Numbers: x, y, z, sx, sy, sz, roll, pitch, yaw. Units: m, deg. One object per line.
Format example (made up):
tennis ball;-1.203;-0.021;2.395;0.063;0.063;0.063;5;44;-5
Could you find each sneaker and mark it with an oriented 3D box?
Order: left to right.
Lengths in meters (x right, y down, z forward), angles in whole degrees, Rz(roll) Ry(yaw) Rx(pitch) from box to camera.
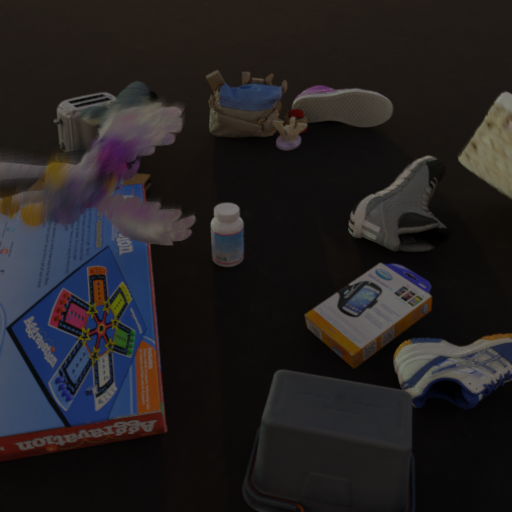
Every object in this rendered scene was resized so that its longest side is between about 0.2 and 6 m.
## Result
sneaker;2.413;-4.287;15.448;2.686;0.974;1.532;8;32;11
sneaker;3.128;-0.828;10.525;2.705;1.015;1.562;-36;52;-26
sneaker;2.856;1.576;7.230;2.049;0.771;0.903;-5;44;5

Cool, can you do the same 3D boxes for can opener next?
can opener;-3.715;-2.528;13.053;1.953;0.653;0.521;-19;20;-41

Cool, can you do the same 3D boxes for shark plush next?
shark plush;-2.685;-2.974;11.730;1.504;1.640;3.610;-49;17;3

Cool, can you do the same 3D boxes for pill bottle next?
pill bottle;-0.495;-0.364;9.652;0.560;1.029;0.560;1;35;0

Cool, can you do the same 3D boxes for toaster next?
toaster;-3.922;-3.184;13.593;1.869;1.207;1.062;-22;41;-29

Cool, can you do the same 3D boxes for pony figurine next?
pony figurine;-2.408;-1.137;8.334;2.548;2.198;2.639;5;15;19

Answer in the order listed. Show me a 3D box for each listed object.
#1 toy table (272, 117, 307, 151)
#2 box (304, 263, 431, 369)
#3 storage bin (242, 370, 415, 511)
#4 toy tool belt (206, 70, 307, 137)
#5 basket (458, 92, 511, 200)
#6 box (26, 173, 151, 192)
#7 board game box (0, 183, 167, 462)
toy table;0.829;-3.076;14.022;0.861;0.549;0.937;3;34;4
box;1.731;0.788;8.286;1.769;0.367;1.053;-30;43;-21
storage bin;0.806;2.060;5.943;1.875;1.259;1.365;7;35;12
toy tool belt;0.050;-3.928;14.316;2.602;1.599;1.625;-1;35;-1
basket;5.148;-1.668;10.324;2.379;1.468;1.613;17;24;-39
box;-3.563;-1.276;11.645;2.302;0.245;1.882;6;36;9
board game box;-2.980;0.552;8.583;2.809;0.531;5.456;-8;38;-8
